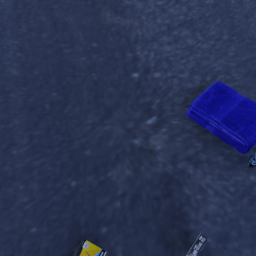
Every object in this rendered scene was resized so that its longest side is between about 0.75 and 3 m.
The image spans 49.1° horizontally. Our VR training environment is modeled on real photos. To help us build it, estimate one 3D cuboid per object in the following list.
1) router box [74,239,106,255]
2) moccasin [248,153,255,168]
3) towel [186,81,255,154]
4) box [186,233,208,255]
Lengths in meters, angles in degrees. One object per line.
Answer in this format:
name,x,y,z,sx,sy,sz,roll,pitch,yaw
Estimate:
router box,-0.995,3.177,6.610,0.643,0.220,0.862,24,66,12
moccasin,3.304,0.848,7.031,0.429,1.067,0.364,27,81,18
towel,2.854,-0.390,7.823,1.507,0.506,2.041,-45,62,-10
box,1.533,2.776,6.376,0.199,0.801,0.632,33,72,23
